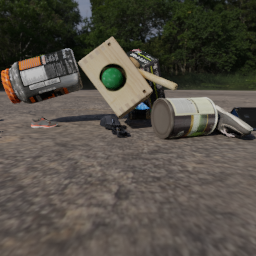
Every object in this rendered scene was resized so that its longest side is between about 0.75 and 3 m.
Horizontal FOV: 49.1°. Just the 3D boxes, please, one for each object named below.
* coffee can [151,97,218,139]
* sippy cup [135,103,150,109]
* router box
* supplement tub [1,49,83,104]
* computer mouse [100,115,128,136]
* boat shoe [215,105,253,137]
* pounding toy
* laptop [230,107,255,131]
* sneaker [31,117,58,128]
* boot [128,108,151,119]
[{"bbox_3d":[1.684,-0.329,8.482,1.625,1.189,1.189,-4,11,-24],"label":"coffee can"},{"bbox_3d":[0.957,-1.411,15.103,1.157,1.080,1.473,3,11,22],"label":"sippy cup"},{"bbox_3d":[0.745,-2.013,11.768,0.701,2.255,1.690,-28,38,-13],"label":"router box"},{"bbox_3d":[-3.118,-1.850,10.365,2.617,1.603,1.603,-17,12,-6],"label":"supplement tub"},{"bbox_3d":[-0.461,-0.119,9.282,0.692,0.402,2.359,11,7,-18],"label":"computer mouse"},{"bbox_3d":[3.138,-0.071,8.896,0.898,0.765,2.685,31,13,-5],"label":"boat shoe"},{"bbox_3d":[-0.053,-1.690,9.886,2.049,2.654,2.883,-37,0,0],"label":"pounding toy"},{"bbox_3d":[5.071,-0.156,10.676,2.062,1.202,2.327,0,35,3],"label":"laptop"},{"bbox_3d":[-3.042,-0.225,10.238,0.969,0.397,0.374,-4,10,-21],"label":"sneaker"},{"bbox_3d":[0.525,-0.711,12.770,1.012,0.492,1.344,-1,13,2],"label":"boot"}]
